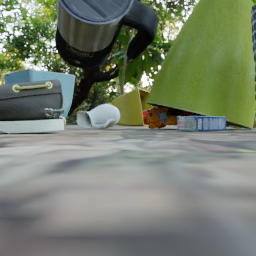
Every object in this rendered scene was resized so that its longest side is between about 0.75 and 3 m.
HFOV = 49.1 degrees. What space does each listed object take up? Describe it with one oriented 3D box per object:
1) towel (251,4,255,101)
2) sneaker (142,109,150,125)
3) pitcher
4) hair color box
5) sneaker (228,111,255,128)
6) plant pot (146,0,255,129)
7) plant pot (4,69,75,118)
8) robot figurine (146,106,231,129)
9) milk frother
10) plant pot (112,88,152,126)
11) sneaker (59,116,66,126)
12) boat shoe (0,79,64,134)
[{"bbox_3d":[3.464,-1.040,4.633,2.713,2.247,1.161,1,-9,-7],"label":"towel"},{"bbox_3d":[0.670,-0.483,15.857,2.428,0.935,1.031,-7,11,32],"label":"sneaker"},{"bbox_3d":[-0.667,-0.235,7.455,1.083,0.656,0.929,-13,31,-42],"label":"pitcher"},{"bbox_3d":[1.335,-0.079,5.046,0.881,0.267,0.441,-1,1,-39],"label":"hair color box"},{"bbox_3d":[3.298,-0.202,8.193,1.574,0.595,0.690,6,-12,-2],"label":"sneaker"},{"bbox_3d":[2.002,-1.597,6.691,2.548,2.723,2.548,14,3,-1],"label":"plant pot"},{"bbox_3d":[-4.010,-1.230,12.711,2.323,2.373,2.329,2,2,41],"label":"plant pot"},{"bbox_3d":[1.645,-0.283,7.072,2.166,0.631,1.571,0,1,20],"label":"robot figurine"},{"bbox_3d":[-0.582,-3.177,6.923,2.463,2.729,2.567,-1,-8,-15],"label":"milk frother"},{"bbox_3d":[0.257,-1.001,16.072,1.821,2.065,2.065,-9,-3,22],"label":"plant pot"},{"bbox_3d":[-3.182,-0.301,10.693,1.482,0.575,0.830,0,0,25],"label":"sneaker"},{"bbox_3d":[-2.087,-0.304,3.537,2.490,0.750,0.888,0,1,-20],"label":"boat shoe"}]
